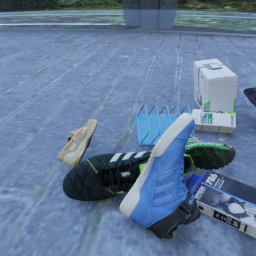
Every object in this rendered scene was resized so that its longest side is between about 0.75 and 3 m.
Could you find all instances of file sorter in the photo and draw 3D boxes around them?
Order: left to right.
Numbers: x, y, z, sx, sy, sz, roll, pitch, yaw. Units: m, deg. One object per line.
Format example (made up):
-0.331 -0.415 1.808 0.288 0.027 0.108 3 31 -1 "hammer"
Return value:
0.968 -0.100 7.545 1.334 0.819 0.926 1 65 -15 "file sorter"

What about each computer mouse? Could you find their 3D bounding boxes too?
4.144 -0.628 8.356 1.313 0.500 1.895 32 27 -37 "computer mouse"

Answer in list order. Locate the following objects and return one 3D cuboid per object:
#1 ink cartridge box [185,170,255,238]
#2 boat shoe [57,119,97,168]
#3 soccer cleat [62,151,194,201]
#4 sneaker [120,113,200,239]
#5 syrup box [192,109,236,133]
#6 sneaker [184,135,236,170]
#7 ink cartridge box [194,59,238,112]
1.934 1.417 5.624 1.834 0.360 0.912 18 44 32 "ink cartridge box"
-1.220 0.260 6.992 0.565 0.624 1.751 22 33 -3 "boat shoe"
0.036 0.902 5.856 2.768 0.934 1.122 -9 -7 -18 "soccer cleat"
0.860 0.917 4.850 1.224 2.201 0.845 33 14 14 "sneaker"
2.552 -0.207 8.471 1.258 0.512 0.495 6 69 9 "syrup box"
1.624 0.455 6.648 1.842 0.719 0.784 4 40 40 "sneaker"
2.907 -1.316 9.594 0.906 1.574 2.156 -6 27 3 "ink cartridge box"
